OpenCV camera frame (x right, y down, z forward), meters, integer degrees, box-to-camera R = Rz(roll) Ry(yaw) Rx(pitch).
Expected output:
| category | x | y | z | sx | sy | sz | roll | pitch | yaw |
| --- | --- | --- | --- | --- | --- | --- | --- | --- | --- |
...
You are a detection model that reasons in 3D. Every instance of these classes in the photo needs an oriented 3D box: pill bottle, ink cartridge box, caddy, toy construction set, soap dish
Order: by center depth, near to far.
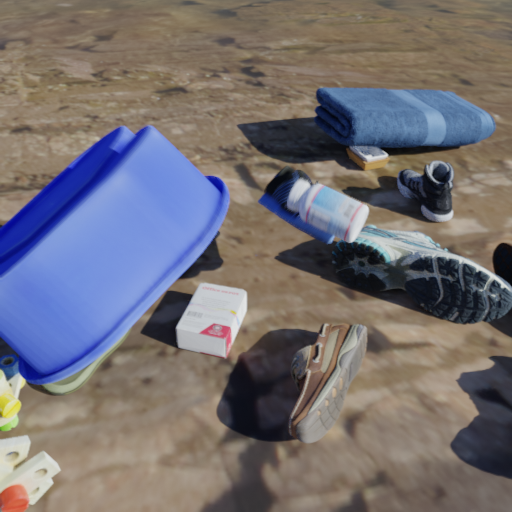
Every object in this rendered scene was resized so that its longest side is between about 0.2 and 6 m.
| category | x | y | z | sx | sy | sz | roll | pitch | yaw |
| --- | --- | --- | --- | --- | --- | --- | --- | --- | --- |
| toy construction set | -3.477 | 2.315 | 6.682 | 2.032 | 1.428 | 3.100 | -19 | 26 | -29 |
| caddy | -2.109 | -0.040 | 7.811 | 3.864 | 2.028 | 2.732 | -47 | 28 | -12 |
| pill bottle | 1.042 | -0.684 | 8.271 | 1.109 | 0.603 | 0.603 | 28 | 45 | 16 |
| ink cartridge box | -0.704 | 1.030 | 9.135 | 0.853 | 0.495 | 1.156 | 10 | 37 | 13 |
| soap dish | 2.718 | -2.433 | 13.690 | 0.697 | 0.360 | 0.886 | -13 | 40 | -20 |

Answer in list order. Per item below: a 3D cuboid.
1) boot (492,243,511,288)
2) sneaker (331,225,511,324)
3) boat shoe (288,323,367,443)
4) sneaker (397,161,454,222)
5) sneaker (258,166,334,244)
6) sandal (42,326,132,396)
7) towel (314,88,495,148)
| category | x | y | z | sx | sy | sz | roll | pitch | yaw |
| --- | --- | --- | --- | --- | --- | --- | --- | --- | --- |
| boot | 5.044 | 0.608 | 9.610 | 1.090 | 0.840 | 2.249 | 3 | 40 | -21 |
| sneaker | 2.971 | 0.094 | 9.813 | 3.090 | 1.199 | 1.334 | 21 | 39 | 24 |
| boat shoe | 0.903 | 1.734 | 8.031 | 0.827 | 0.872 | 2.304 | 14 | 31 | 22 |
| sneaker | 3.704 | -1.647 | 12.090 | 0.726 | 1.095 | 1.925 | -9 | 39 | -12 |
| sneaker | 0.774 | -0.953 | 9.542 | 0.804 | 0.894 | 2.294 | 28 | 7 | -31 |
| sandal | -2.590 | 1.250 | 8.768 | 0.830 | 0.596 | 2.090 | 10 | 39 | 13 |
| towel | 3.686 | -3.415 | 14.098 | 4.207 | 1.021 | 2.349 | -4 | 35 | -20 |
